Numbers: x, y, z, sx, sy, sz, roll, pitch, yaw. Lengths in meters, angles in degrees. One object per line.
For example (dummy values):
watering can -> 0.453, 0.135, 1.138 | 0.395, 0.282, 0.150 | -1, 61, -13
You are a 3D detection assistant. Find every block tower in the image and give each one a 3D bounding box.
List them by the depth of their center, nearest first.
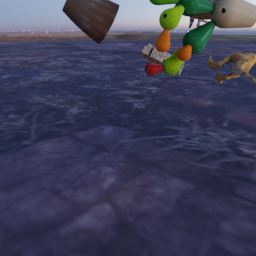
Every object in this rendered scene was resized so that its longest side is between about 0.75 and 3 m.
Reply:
block tower -> 1.140, -2.228, 9.095 | 1.434, 0.387, 0.415 | 26, -8, -4

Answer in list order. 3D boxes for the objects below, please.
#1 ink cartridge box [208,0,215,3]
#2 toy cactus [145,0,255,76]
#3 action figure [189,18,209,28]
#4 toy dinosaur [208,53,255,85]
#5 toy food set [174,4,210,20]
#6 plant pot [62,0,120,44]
ink cartridge box -> 1.983, -3.492, 6.311 | 2.084, 1.214, 0.703 | 31, 1, 32
toy cactus -> 1.326, -2.181, 5.195 | 2.136, 2.589, 1.324 | 4, 13, -15
action figure -> 2.461, -4.650, 10.110 | 1.083, 2.004, 2.071 | 3, 31, 36
toy dinosaur -> 2.178, -1.242, 5.479 | 1.161, 0.660, 2.187 | -10, 16, 42
toy food set -> 2.243, -3.637, 8.509 | 1.874, 0.376, 1.293 | 8, 4, -9
plant pot -> -0.822, -2.398, 5.815 | 0.977, 0.913, 0.913 | 25, 13, -20
